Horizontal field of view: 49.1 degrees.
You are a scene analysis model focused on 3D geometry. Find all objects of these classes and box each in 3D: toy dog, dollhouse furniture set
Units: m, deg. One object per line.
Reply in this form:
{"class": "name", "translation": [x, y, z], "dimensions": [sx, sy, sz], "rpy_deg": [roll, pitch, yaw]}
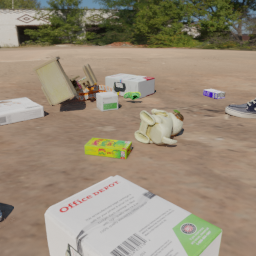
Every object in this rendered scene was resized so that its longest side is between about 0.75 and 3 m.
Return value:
{"class": "toy dog", "translation": [1.269, -0.100, 9.657], "dimensions": [1.553, 1.117, 1.601], "rpy_deg": [23, 28, 35]}
{"class": "dollhouse furniture set", "translation": [-3.095, -2.375, 13.347], "dimensions": [2.376, 1.801, 2.711], "rpy_deg": [-23, 14, 10]}
{"class": "dollhouse furniture set", "translation": [1.256, -0.332, 10.951], "dimensions": [1.543, 0.596, 0.771], "rpy_deg": [-4, 20, -11]}

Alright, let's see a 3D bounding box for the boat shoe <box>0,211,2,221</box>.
{"class": "boat shoe", "translation": [-3.386, 1.576, 5.772], "dimensions": [1.676, 0.594, 0.604], "rpy_deg": [3, 20, 8]}

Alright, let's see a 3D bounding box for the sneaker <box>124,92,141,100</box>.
{"class": "sneaker", "translation": [0.184, -1.600, 14.059], "dimensions": [0.928, 0.344, 0.388], "rpy_deg": [-5, 50, 24]}

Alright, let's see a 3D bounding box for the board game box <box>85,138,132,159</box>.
{"class": "board game box", "translation": [-0.604, 0.623, 8.756], "dimensions": [1.335, 0.318, 0.678], "rpy_deg": [5, 21, 14]}

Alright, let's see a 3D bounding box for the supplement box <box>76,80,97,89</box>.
{"class": "supplement box", "translation": [-2.630, -2.311, 16.231], "dimensions": [1.512, 0.647, 0.834], "rpy_deg": [13, 24, 31]}

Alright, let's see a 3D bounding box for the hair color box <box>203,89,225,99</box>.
{"class": "hair color box", "translation": [4.786, -1.901, 15.570], "dimensions": [0.595, 0.353, 1.089], "rpy_deg": [-10, 20, -26]}

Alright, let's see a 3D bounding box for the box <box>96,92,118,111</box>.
{"class": "box", "translation": [-0.988, -1.273, 13.312], "dimensions": [0.838, 0.721, 0.842], "rpy_deg": [-9, 22, -23]}

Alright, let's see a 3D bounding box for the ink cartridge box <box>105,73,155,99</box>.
{"class": "ink cartridge box", "translation": [0.106, -2.458, 16.143], "dimensions": [2.358, 0.977, 1.719], "rpy_deg": [14, 25, 34]}

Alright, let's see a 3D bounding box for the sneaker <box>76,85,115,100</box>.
{"class": "sneaker", "translation": [-1.715, -1.914, 15.017], "dimensions": [2.083, 0.815, 0.804], "rpy_deg": [1, 12, 2]}

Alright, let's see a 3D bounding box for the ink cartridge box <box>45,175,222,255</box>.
{"class": "ink cartridge box", "translation": [0.018, 1.837, 4.503], "dimensions": [2.315, 0.973, 1.685], "rpy_deg": [19, 27, 41]}

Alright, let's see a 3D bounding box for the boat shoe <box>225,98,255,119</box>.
{"class": "boat shoe", "translation": [5.516, -1.021, 12.010], "dimensions": [2.478, 1.149, 0.925], "rpy_deg": [11, 23, 26]}

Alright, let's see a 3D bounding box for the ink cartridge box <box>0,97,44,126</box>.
{"class": "ink cartridge box", "translation": [-5.129, -0.743, 12.166], "dimensions": [2.289, 0.512, 2.017], "rpy_deg": [-15, 26, -36]}
